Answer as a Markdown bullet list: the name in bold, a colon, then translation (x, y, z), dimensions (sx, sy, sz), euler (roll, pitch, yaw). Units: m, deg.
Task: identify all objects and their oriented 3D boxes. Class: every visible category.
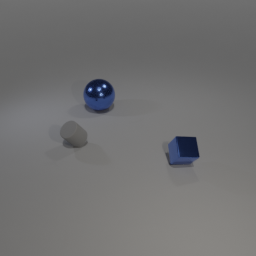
- **ball**: translation (-1.264, -1.457, 12.324), dimensions (1.400, 1.400, 1.400), euler (0, 29, 0)
- **cube**: translation (1.744, 0.715, 8.835), dimensions (0.700, 0.700, 0.700), euler (2, 65, -14)
- **cylinder**: translation (-1.890, 0.204, 9.789), dimensions (0.700, 0.700, 0.700), euler (-14, 56, 21)
